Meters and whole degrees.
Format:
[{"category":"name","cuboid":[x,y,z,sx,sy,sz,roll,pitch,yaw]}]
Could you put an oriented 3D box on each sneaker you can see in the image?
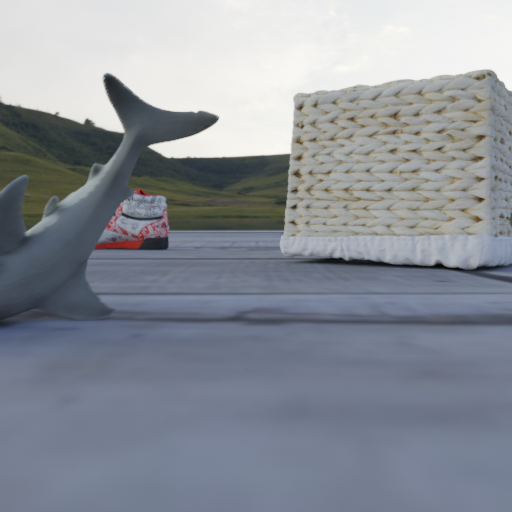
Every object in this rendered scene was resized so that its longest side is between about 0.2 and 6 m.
[{"category":"sneaker","cuboid":[-3.029,-0.791,12.074,2.411,1.292,0.805,1,3,13]}]

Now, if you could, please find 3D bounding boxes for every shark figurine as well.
[{"category":"shark figurine","cuboid":[-0.974,-0.064,3.120,0.771,1.846,1.103,38,-24,10]}]

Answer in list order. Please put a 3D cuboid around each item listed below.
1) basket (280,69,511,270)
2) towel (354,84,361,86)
[{"category":"basket","cuboid":[2.272,-1.059,7.979,2.906,2.337,2.880,4,4,35]},{"category":"towel","cuboid":[2.179,-2.366,8.594,1.826,0.217,1.341,2,4,-8]}]
